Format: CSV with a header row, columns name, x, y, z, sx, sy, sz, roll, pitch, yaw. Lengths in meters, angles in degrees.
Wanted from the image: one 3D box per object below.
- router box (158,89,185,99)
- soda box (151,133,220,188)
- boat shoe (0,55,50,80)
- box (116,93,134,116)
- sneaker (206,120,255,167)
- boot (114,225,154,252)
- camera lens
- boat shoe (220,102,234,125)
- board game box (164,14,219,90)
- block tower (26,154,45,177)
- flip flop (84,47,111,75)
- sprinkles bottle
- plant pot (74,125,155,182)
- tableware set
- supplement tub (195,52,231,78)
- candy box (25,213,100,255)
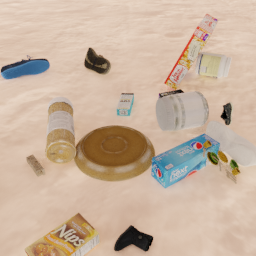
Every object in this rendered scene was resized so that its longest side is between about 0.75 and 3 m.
name,x,y,z,sx,sy,sz,roll,pitch,yaw
router box,1.904,-1.245,11.558,1.066,0.272,0.795,-12,37,-16
soda box,1.689,0.909,8.139,2.073,0.703,0.665,-21,40,-27
boat shoe,-4.974,-3.047,13.489,2.297,0.966,0.788,-14,49,-22
box,-0.091,-0.953,11.091,0.530,0.317,1.289,2,35,9
sneaker,3.374,0.502,8.833,0.971,0.826,2.195,4,29,-29
boot,0.142,2.541,6.191,0.639,0.291,0.761,19,33,30
camera lens,1.893,-0.580,9.745,1.581,1.265,1.265,-9,36,-13
boat shoe,3.311,-0.438,9.476,0.354,1.069,0.399,-15,55,0
board game box,2.777,-3.321,12.271,0.661,2.855,2.163,32,40,3
block tower,-2.744,1.104,8.282,0.247,0.231,0.854,-26,42,-31
flip flop,-1.464,-3.279,13.978,0.725,1.021,2.517,6,23,-41
sprinkles bottle,-2.223,-0.020,9.259,0.924,0.924,2.708,-7,36,-9
plant pot,-0.433,0.630,8.854,2.592,0.356,2.592,0,35,0
tableware set,2.687,0.877,7.978,1.398,0.215,0.942,39,35,-10
supplement tub,4.053,-2.999,13.327,1.491,1.081,1.081,14,38,19
candy box,-1.396,2.556,6.085,1.390,0.385,0.803,-29,43,-33
